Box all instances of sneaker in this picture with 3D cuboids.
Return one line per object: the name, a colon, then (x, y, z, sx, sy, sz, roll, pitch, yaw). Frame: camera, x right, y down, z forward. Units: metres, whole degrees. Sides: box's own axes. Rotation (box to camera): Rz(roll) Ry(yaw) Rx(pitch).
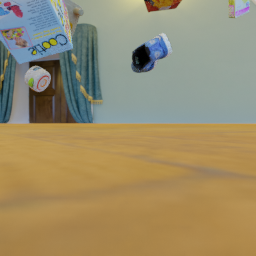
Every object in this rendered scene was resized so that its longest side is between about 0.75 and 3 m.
sneaker: (0.560, -2.718, 10.683, 1.197, 1.055, 2.685, -24, 0, -18)

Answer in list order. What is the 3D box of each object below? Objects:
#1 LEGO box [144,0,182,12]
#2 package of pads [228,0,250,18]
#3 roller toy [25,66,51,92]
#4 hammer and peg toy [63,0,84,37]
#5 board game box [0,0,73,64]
LEGO box: (0.616, -3.363, 5.151, 0.710, 1.840, 1.370, -16, -7, -21)
package of pads: (3.676, -4.206, 9.282, 0.745, 0.964, 0.329, -27, 35, -19)
roller toy: (-3.453, -1.874, 10.667, 0.657, 0.858, 0.941, 33, -10, 15)
hammer and peg toy: (-2.478, -3.371, 8.465, 0.756, 1.577, 2.145, 30, 12, 38)
board game box: (-2.442, -3.053, 6.130, 1.497, 1.470, 2.854, -15, -30, 3)
